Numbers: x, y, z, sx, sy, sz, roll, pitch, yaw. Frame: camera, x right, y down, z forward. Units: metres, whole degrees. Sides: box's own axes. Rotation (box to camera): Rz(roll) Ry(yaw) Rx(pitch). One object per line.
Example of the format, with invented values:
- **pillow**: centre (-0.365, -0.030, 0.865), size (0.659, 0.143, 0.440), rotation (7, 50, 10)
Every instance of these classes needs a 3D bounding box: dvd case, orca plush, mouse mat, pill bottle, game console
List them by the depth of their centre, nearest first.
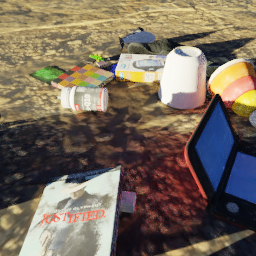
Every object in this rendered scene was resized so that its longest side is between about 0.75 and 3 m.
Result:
- **dvd case**: centre (-1.111, 1.941, 5.697), size (1.949, 0.294, 2.670), rotation (-12, 34, 14)
- **game console**: centre (2.781, 0.701, 6.643), size (2.383, 1.641, 2.765), rotation (19, 43, 22)
- **pill bottle**: centre (-1.441, -0.978, 9.391), size (1.446, 0.824, 0.824), rotation (3, 39, 5)
- **mouse mat**: centre (-3.236, -2.187, 11.531), size (1.378, 0.052, 1.109), rotation (25, 45, 29)
- **orca plush**: centre (0.340, -4.146, 13.683), size (2.175, 0.773, 1.144), rotation (-36, 95, -31)

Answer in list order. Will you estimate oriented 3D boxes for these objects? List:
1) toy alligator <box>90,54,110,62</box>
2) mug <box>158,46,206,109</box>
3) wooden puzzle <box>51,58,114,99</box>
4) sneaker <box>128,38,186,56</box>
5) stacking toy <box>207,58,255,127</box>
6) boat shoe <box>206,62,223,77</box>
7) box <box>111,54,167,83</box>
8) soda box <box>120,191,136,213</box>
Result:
- **toy alligator**: centre (-1.212, -3.075, 12.469), size (1.042, 0.309, 0.283), rotation (17, 1, 20)
- **mug**: centre (1.864, -1.945, 9.870), size (1.697, 1.739, 2.119), rotation (-18, 41, -20)
- **wooden puzzle**: centre (-1.733, -1.902, 10.953), size (1.756, 0.208, 2.962), rotation (24, 48, 27)
- **sneaker**: centre (1.356, -3.528, 12.557), size (2.531, 0.760, 1.320), rotation (17, 51, 9)
- **stacking toy**: centre (3.823, -0.940, 9.187), size (1.702, 1.702, 2.329), rotation (-13, 60, -15)
- **boat shoe**: centre (3.461, -2.336, 11.183), size (1.926, 0.720, 0.639), rotation (9, 51, 26)
- **box**: centre (0.613, -2.474, 11.494), size (2.642, 0.548, 1.573), rotation (5, 39, 5)
- **soda box**: centre (-0.359, 1.663, 6.483), size (1.054, 0.336, 0.359), rotation (5, 39, 8)
